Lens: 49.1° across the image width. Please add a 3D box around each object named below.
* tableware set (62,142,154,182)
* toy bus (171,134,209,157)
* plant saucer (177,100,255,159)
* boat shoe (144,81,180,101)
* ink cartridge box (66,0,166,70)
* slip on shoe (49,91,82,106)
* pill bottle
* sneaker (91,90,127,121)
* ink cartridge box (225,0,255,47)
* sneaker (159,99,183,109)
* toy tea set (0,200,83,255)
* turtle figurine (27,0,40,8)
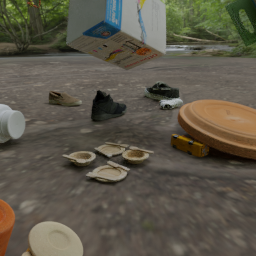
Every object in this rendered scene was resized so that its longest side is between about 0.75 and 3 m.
[{"bbox_3d":[-0.410,0.676,6.341,1.558,0.216,1.865,13,22,36],"label":"tableware set"},{"bbox_3d":[1.516,0.409,7.008,0.383,0.318,0.977,-12,21,-33],"label":"toy bus"},{"bbox_3d":[2.840,-0.137,7.521,2.973,0.480,2.973,9,25,-4],"label":"plant saucer"},{"bbox_3d":[1.584,-1.738,12.987,0.887,0.799,2.509,-9,20,-27],"label":"boat shoe"},{"bbox_3d":[-0.286,-3.178,8.575,2.522,1.824,1.856,12,-15,-43],"label":"ink cartridge box"},{"bbox_3d":[-2.735,-1.285,12.055,1.652,0.501,0.628,10,20,30],"label":"slip on shoe"},{"bbox_3d":[-3.826,-0.145,7.553,1.911,1.044,1.044,4,18,14],"label":"pill bottle"},{"bbox_3d":[-0.626,-0.881,10.044,0.656,0.982,1.715,17,22,38],"label":"sneaker"},{"bbox_3d":[3.708,-3.075,6.506,2.439,1.266,0.723,-24,-9,10],"label":"ink cartridge box"},{"bbox_3d":[1.772,-0.931,11.302,0.998,0.381,0.402,-10,29,-13],"label":"sneaker"},{"bbox_3d":[-1.478,1.707,2.500,1.567,0.975,2.635,30,16,-2],"label":"toy tea set"},{"bbox_3d":[-3.056,-4.103,8.083,1.003,1.244,0.401,-5,33,6],"label":"turtle figurine"}]
